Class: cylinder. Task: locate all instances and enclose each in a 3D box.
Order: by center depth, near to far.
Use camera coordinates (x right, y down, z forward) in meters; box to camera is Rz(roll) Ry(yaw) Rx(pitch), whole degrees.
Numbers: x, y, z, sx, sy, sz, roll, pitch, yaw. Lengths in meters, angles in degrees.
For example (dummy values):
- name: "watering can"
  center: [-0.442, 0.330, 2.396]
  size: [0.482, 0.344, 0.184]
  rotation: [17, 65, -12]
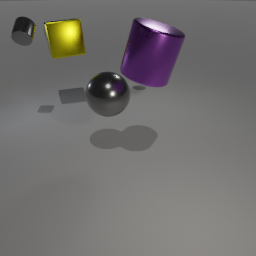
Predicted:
- name: "cylinder"
  center: [0.623, -2.010, 7.460]
  size: [1.400, 1.400, 1.400]
  rotation: [14, 30, -8]
- name: "cylinder"
  center: [-3.618, -3.348, 9.705]
  size: [0.700, 0.700, 0.700]
  rotation: [1, 63, 1]

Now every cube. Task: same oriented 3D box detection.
- name: "cube"
  center: [-2.673, -3.794, 11.815]
  size: [1.400, 1.400, 1.400]
  rotation: [-13, 24, -14]

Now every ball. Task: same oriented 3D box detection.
- name: "ball"
  center: [-0.623, -1.049, 8.741]
  size: [1.400, 1.400, 1.400]
  rotation: [0, 28, 0]
